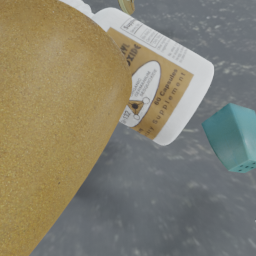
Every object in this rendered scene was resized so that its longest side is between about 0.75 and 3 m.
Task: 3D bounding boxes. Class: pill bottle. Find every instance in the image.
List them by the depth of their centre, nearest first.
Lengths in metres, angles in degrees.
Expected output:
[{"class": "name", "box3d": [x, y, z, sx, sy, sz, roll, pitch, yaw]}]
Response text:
[{"class": "pill bottle", "box3d": [-0.171, -1.059, 4.812, 2.852, 1.631, 1.631, 30, 63, 1]}]

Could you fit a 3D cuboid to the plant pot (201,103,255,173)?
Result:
[{"class": "plant pot", "box3d": [1.572, 0.189, 4.044, 0.588, 0.588, 0.832, 11, 54, -31]}]

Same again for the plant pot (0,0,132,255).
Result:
[{"class": "plant pot", "box3d": [-1.337, 0.207, 3.260, 2.341, 2.341, 2.512, 11, 57, 6]}]

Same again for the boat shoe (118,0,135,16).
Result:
[{"class": "boat shoe", "box3d": [-0.041, -3.536, 6.649, 0.587, 1.874, 0.687, -8, 57, 9]}]
